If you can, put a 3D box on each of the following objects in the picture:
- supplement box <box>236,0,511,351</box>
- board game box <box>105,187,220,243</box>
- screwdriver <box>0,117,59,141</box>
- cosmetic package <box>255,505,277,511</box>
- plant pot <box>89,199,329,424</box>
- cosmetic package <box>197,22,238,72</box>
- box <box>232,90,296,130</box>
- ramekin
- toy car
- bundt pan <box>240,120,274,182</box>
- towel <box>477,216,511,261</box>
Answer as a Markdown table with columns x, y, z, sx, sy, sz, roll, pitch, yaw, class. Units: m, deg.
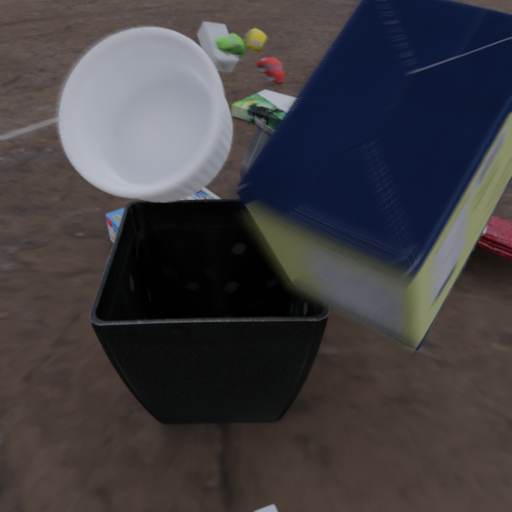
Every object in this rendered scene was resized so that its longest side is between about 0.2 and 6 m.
| x | y | z | sx | sy | sz | roll | pitch | yaw | class |
| --- | --- | --- | --- | --- | --- | --- | --- | --- | --- |
| 1.056 | -0.543 | 4.173 | 1.225 | 1.823 | 1.824 | 27 | 77 | 25 | supplement box |
| -1.194 | -0.376 | 9.046 | 1.788 | 0.510 | 1.826 | -24 | 42 | -29 | board game box |
| -2.630 | -1.888 | 7.704 | 2.130 | 0.297 | 0.310 | -23 | 42 | -7 | screwdriver |
| -0.193 | 2.643 | 4.471 | 0.963 | 0.966 | 0.594 | -13 | 38 | -18 | cosmetic package |
| -0.446 | 0.716 | 6.337 | 2.167 | 1.923 | 2.162 | 0 | 35 | -2 | plant pot |
| -0.815 | -4.386 | 11.768 | 0.547 | 0.393 | 0.969 | -9 | 72 | -32 | cosmetic package |
| 0.555 | -3.483 | 13.496 | 1.898 | 0.345 | 1.369 | 23 | 41 | 30 | box |
| -0.584 | -0.752 | 3.206 | 0.938 | 0.938 | 0.457 | 9 | -4 | 12 | ramekin |
| -0.098 | -2.582 | 6.978 | 0.882 | 0.209 | 0.938 | -2 | 58 | -39 | toy car |
| 0.935 | -0.816 | 8.344 | 2.836 | 1.064 | 2.836 | 32 | 12 | -7 | bundt pan |
| 3.268 | -0.547 | 8.922 | 2.532 | 0.288 | 1.823 | 23 | 22 | 18 | towel |
